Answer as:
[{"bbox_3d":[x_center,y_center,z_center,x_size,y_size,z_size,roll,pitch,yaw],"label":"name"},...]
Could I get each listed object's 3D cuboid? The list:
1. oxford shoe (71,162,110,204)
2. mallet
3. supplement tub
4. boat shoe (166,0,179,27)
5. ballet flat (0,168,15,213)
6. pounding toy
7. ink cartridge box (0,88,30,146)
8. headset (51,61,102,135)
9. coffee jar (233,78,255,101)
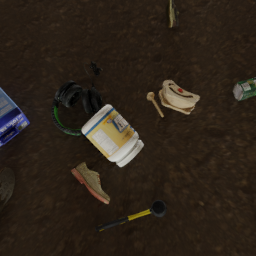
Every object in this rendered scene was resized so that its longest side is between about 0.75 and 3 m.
[{"bbox_3d":[-1.165,1.848,9.584,1.744,0.617,0.644,42,70,16],"label":"oxford shoe"},{"bbox_3d":[0.135,2.962,9.232,2.437,0.803,0.502,-21,66,7],"label":"mallet"},{"bbox_3d":[-0.508,0.279,9.659,1.879,1.359,1.359,46,72,-5],"label":"supplement tub"},{"bbox_3d":[2.064,-5.250,12.834,0.521,0.566,1.585,6,66,-8],"label":"boat shoe"},{"bbox_3d":[-4.444,2.580,9.216,0.611,0.887,2.634,-1,67,26],"label":"ballet flat"},{"bbox_3d":[1.699,-1.094,10.974,1.928,1.106,1.102,20,39,-1],"label":"pounding toy"},{"bbox_3d":[-4.982,-0.396,10.398,1.785,0.999,2.616,-42,74,-16],"label":"ink cartridge box"},{"bbox_3d":[-1.772,-1.161,10.881,1.843,1.403,2.985,16,82,7],"label":"headset"},{"bbox_3d":[4.970,-1.626,11.058,1.464,0.763,0.625,-17,64,-8],"label":"coffee jar"}]
